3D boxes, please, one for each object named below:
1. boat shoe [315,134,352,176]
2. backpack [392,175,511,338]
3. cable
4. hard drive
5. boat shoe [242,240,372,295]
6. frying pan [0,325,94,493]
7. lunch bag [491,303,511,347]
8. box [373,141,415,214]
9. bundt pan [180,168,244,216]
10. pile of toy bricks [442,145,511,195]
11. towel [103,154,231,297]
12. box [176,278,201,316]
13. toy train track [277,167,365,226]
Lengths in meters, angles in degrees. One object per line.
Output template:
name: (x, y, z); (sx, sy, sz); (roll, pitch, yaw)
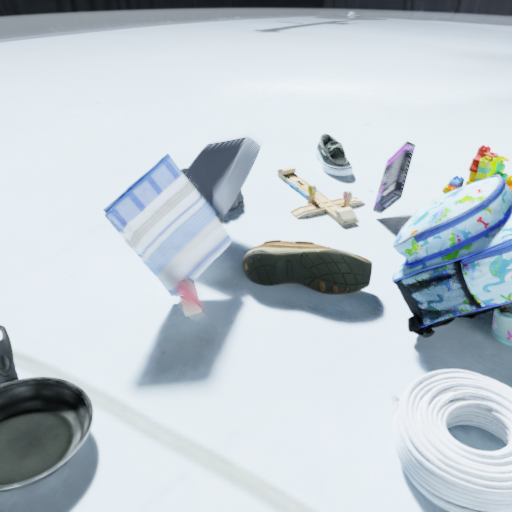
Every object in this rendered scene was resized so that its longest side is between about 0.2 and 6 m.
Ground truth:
boat shoe: (2.152, -2.907, 15.939); (0.750, 0.738, 2.081); (-8, 32, -14)
backpack: (3.698, -0.158, 9.188); (2.601, 1.912, 2.381); (-20, 14, 42)
cable: (2.796, 2.337, 7.150); (2.046, 0.708, 2.046); (5, 31, 8)
hard drive: (-0.883, -1.706, 11.891); (1.470, 0.461, 2.180); (-3, 45, 31)
boat shoe: (0.993, 0.084, 10.771); (2.451, 0.927, 0.905); (7, 29, 10)
frying pan: (-3.591, 2.134, 7.712); (3.190, 0.519, 1.930); (22, 36, 35)
lunch bag: (4.902, 1.065, 9.330); (1.748, 0.674, 1.402); (13, 30, 20)
box: (3.210, -1.807, 13.061); (0.264, 1.046, 1.463); (23, 70, -6)
bundt pan: (-1.285, -1.714, 13.947); (1.987, 0.746, 1.987); (1, 31, 0)
pile of toy bricks: (5.345, -1.703, 13.070); (1.796, 1.598, 3.238); (24, 38, 34)
towel: (-1.487, -0.486, 9.931); (1.594, 2.171, 0.258); (-45, 34, -15)
box: (-1.142, 0.691, 9.496); (0.295, 0.541, 0.346); (-15, 20, -8)
toy train track: (1.463, -1.708, 14.138); (1.908, 0.541, 3.327); (-13, 33, -22)
